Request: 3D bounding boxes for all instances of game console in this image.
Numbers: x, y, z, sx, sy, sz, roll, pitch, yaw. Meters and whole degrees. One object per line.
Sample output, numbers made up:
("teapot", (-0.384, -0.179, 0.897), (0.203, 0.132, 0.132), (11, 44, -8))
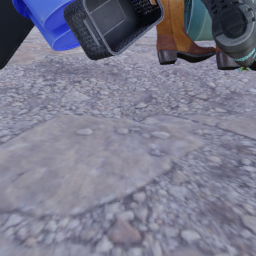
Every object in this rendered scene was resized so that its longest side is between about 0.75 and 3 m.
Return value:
("game console", (-3.653, -2.991, 8.115), (1.291, 2.219, 1.951), (37, -1, -30))

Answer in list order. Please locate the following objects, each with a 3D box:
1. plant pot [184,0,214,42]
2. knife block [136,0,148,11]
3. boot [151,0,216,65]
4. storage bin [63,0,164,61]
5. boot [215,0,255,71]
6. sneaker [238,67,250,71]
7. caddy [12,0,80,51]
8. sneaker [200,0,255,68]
("plant pot", (2.621, -3.639, 9.043), (1.901, 1.941, 1.941), (1, 24, -8))
("knife block", (0.824, -4.290, 9.295), (1.892, 0.690, 2.156), (-41, -10, 0))
("boot", (1.625, -2.891, 8.158), (1.851, 1.966, 0.673), (-7, -3, -2))
("storage bin", (-0.147, -1.400, 3.430), (1.074, 0.726, 0.504), (-45, 29, -26))
("boot", (3.332, -2.775, 7.568), (2.241, 2.380, 0.815), (-2, 1, -7))
("sneaker", (3.673, -2.329, 9.192), (1.194, 0.779, 0.475), (42, 15, 27))
("caddy", (-0.941, -2.665, 5.468), (2.502, 1.313, 1.769), (-27, -7, -9))
("sneaker", (2.211, -2.559, 6.086), (1.072, 2.843, 1.127), (-14, -30, 32))
